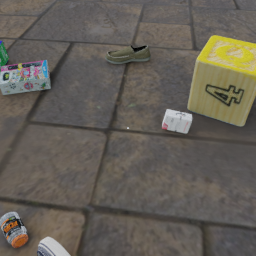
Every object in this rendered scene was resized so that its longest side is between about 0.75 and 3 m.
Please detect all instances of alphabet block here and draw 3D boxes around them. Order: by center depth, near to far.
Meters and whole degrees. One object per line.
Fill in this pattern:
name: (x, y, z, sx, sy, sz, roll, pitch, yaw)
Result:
alphabet block: (3.822, -1.842, 10.770, 2.294, 2.336, 2.281, 18, 46, 18)

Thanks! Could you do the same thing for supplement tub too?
supplement tub: (-3.017, 2.697, 7.430, 0.520, 0.520, 0.849, -30, 51, -27)

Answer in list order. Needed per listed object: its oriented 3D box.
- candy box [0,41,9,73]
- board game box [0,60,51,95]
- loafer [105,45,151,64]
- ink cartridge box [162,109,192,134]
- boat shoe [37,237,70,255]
candy box: (-7.077, -2.882, 12.760, 2.324, 1.059, 2.749, -2, 45, 1)
board game box: (-4.533, -2.259, 12.432, 2.019, 0.649, 1.490, -10, 46, -11)
loafer: (-0.001, -3.734, 13.816, 2.299, 0.801, 0.864, -8, 45, -8)
ink cartridge box: (1.792, -0.236, 10.232, 0.952, 0.693, 0.404, 14, 45, 2)
boat shoe: (-1.465, 3.760, 5.890, 1.361, 1.096, 2.934, -27, 51, -35)
